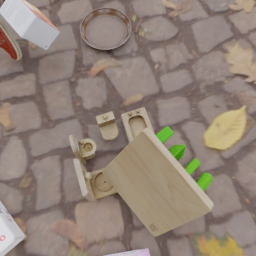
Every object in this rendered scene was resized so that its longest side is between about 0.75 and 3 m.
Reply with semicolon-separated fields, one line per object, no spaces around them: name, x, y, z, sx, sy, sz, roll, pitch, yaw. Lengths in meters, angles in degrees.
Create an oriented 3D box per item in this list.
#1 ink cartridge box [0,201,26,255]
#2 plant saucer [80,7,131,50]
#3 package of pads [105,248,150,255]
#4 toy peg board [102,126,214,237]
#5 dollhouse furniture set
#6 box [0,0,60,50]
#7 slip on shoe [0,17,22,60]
ink cartridge box;-4.146;2.699;7.640;1.575;0.890;2.150;-40;76;-12
plant saucer;-0.794;-3.533;10.118;1.816;0.291;1.816;0;70;0
package of pads;-0.361;3.958;7.257;2.107;0.797;1.270;-8;71;-3
toy peg board;0.836;1.267;7.149;2.253;2.243;1.102;50;46;8
dollhouse furniture set;-0.270;0.509;7.823;2.424;1.975;2.305;-17;72;-6
box;-2.862;-3.096;8.162;0.729;1.044;1.371;-48;68;12
slip on shoe;-4.100;-2.958;8.575;0.828;2.705;1.002;-36;72;-8
